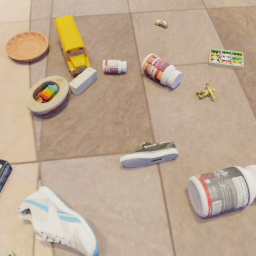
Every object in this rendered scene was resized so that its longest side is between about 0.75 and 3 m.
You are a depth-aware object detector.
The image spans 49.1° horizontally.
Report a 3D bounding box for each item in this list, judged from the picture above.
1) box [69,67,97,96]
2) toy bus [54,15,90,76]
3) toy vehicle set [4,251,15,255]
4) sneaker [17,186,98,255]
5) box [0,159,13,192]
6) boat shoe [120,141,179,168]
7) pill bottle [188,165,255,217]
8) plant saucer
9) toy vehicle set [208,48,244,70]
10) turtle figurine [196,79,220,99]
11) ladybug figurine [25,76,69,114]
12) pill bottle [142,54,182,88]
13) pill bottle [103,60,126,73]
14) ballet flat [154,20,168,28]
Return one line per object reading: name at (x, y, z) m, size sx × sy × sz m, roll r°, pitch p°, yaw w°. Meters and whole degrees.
box at (-1.961, -2.063, 12.322) m, size 0.457 × 0.549 × 1.337 m, roll 33°, pitch 61°, yaw 20°
toy bus at (-2.606, -3.866, 13.120) m, size 0.974 × 1.172 × 2.993 m, roll -17°, pitch 58°, yaw -11°
toy vehicle set at (-3.895, 4.579, 8.132) m, size 1.684 × 0.223 × 1.047 m, roll -35°, pitch 63°, yaw -21°
sneaker at (-2.117, 3.022, 8.508) m, size 2.934 × 1.122 × 1.185 m, roll 27°, pitch 44°, yaw 29°
box at (-5.513, 2.139, 9.506) m, size 2.070 × 0.599 × 2.604 m, roll 12°, pitch 57°, yaw 8°
boat shoe at (0.733, 0.921, 10.268) m, size 2.196 × 0.776 × 0.699 m, roll -7°, pitch 57°, yaw -14°
pill bottle at (3.248, 1.993, 9.178) m, size 2.287 × 1.325 × 1.325 m, roll -12°, pitch 57°, yaw -8°
plant saucer at (-4.886, -3.924, 13.642) m, size 2.052 × 0.384 × 2.052 m, roll 0°, pitch 56°, yaw -1°
toy vehicle set at (4.655, -3.296, 13.329) m, size 1.579 × 0.209 × 0.981 m, roll 8°, pitch 57°, yaw 5°
turtle figurine at (3.407, -1.593, 12.126) m, size 0.873 × 0.348 × 1.082 m, roll -17°, pitch 67°, yaw -2°
ladybug figurine at (-3.307, -1.337, 11.678) m, size 1.414 × 0.749 × 2.083 m, roll 35°, pitch 64°, yaw 14°
pill bottle at (1.498, -2.509, 12.389) m, size 1.681 × 0.921 × 0.921 m, roll 37°, pitch 64°, yaw 21°
pill bottle at (-0.602, -2.810, 12.787) m, size 1.053 × 0.577 × 0.577 m, roll 2°, pitch 57°, yaw 1°
ballet flat at (1.753, -5.533, 14.760) m, size 0.861 × 0.304 × 0.304 m, roll 30°, pitch 61°, yaw 18°
